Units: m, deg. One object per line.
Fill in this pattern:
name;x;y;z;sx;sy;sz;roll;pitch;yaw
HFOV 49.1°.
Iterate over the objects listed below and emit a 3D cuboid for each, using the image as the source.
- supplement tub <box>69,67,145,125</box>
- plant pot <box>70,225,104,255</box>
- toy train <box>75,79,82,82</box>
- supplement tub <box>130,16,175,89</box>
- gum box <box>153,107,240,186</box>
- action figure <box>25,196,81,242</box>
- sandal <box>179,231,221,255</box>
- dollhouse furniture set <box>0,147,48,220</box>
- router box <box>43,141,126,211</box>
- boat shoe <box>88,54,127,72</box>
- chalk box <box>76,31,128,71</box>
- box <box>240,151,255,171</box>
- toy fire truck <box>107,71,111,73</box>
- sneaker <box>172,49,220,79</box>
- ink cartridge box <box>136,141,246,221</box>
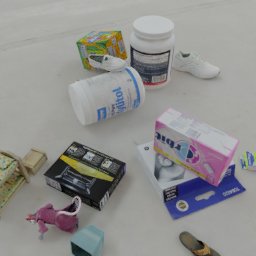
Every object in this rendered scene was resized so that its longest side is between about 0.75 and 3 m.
supplement tub;-0.836;-1.319;11.359;2.681;1.769;1.769;-22;49;-19
plant pot;-1.033;3.143;7.659;0.749;0.751;0.765;23;43;21
toy train;-1.854;-1.568;12.574;1.627;0.452;1.222;25;49;19
supplement tub;1.066;-3.352;12.650;1.960;2.793;1.960;0;45;0
gum box;1.981;0.529;8.889;2.561;1.453;0.847;29;52;26
action figure;-2.145;2.583;7.995;1.520;1.132;1.018;6;50;-14
sandal;1.992;3.294;7.745;0.521;0.348;1.275;-34;54;-29
dollhouse furniture set;-4.453;1.163;9.087;2.317;1.456;2.620;16;47;15
router box;-1.402;1.519;9.357;2.174;0.568;1.709;21;49;20
boat shoe;-0.845;-2.567;10.936;1.550;0.518;0.570;6;73;15
chalk box;-1.494;-3.879;13.963;2.365;1.476;1.466;11;44;33
box;4.604;1.203;9.899;1.132;0.270;0.690;7;45;6
toy fire truck;-0.687;-2.507;13.330;1.198;0.800;1.427;6;41;33
sneaker;3.331;-3.144;13.760;2.447;0.981;0.861;20;47;17
ink cartridge box;2.083;1.338;9.540;2.834;0.577;2.840;-17;47;-16
